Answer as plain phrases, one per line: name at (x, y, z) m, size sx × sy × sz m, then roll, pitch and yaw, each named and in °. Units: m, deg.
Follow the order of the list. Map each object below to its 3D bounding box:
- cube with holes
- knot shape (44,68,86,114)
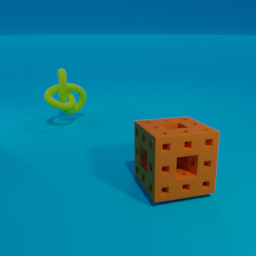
cube with holes at (0.891, 0.546, 5.578) m, size 1.233 × 1.233 × 1.233 m, roll -5°, pitch 16°, yaw -15°
knot shape at (-2.097, -1.064, 9.211) m, size 0.732 × 1.584 × 1.482 m, roll -15°, pitch 26°, yaw 26°
